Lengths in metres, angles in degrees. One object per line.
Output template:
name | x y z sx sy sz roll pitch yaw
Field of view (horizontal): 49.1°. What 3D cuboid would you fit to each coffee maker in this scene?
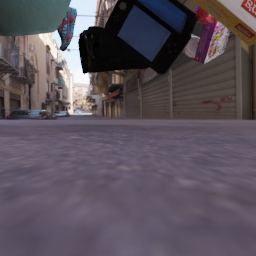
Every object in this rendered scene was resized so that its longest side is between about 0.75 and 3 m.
coffee maker | -0.381 -2.847 10.525 2.644 1.781 2.540 -10 28 -16

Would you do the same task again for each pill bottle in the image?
pill bottle | 2.127 -2.891 9.718 0.695 0.695 1.222 0 25 -3

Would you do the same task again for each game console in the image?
game console | 0.440 -2.847 7.672 2.438 2.145 1.419 40 33 5

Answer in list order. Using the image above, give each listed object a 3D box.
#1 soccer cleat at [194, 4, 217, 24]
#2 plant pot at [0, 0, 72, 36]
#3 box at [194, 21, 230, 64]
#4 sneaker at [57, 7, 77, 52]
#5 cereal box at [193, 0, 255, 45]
soccer cleat | 2.160 -3.452 6.512 0.684 2.051 0.784 15 16 -35
plant pot | -2.504 -3.192 6.467 2.891 1.947 2.891 -2 23 1
box | 2.495 -2.614 7.938 0.345 1.207 1.763 26 35 24
sneaker | -2.028 -3.064 8.620 0.688 1.441 0.571 12 -10 -22
cereal box | 2.024 -2.795 4.471 1.716 2.385 0.471 34 -6 -8
